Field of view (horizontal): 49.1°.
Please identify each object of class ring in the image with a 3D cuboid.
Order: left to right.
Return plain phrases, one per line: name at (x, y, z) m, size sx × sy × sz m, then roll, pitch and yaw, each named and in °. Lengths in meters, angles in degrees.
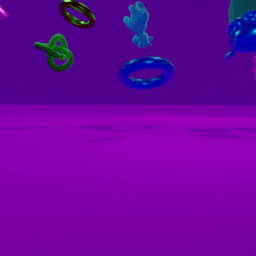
ring at (-1.796, -4.002, 9.922) m, size 1.392 × 0.278 × 1.392 m, roll 19°, pitch -11°, yaw 4°
ring at (0.607, -1.782, 9.316) m, size 1.893 × 0.379 × 1.893 m, roll -4°, pitch -17°, yaw -1°

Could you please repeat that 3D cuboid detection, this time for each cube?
cube at (3.772, -3.591, 8.959) m, size 0.918 × 0.918 × 0.918 m, roll -3°, pitch -1°, yaw 12°

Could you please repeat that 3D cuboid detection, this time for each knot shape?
knot shape at (-2.391, -2.618, 9.458) m, size 1.341 × 1.255 × 0.620 m, roll 37°, pitch -46°, yaw -16°

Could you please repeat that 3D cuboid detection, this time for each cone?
cone at (-3.379, -2.956, 6.499) m, size 0.996 × 0.999 × 0.996 m, roll -14°, pitch 23°, yaw 6°

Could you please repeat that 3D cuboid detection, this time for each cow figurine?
cow figurine at (0.460, -3.658, 10.180) m, size 0.760 × 1.363 × 1.385 m, roll -38°, pitch -1°, yaw -23°

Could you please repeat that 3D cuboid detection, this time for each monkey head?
monkey head at (3.329, -2.496, 7.504) m, size 1.674 × 1.009 × 1.204 m, roll -24°, pitch -10°, yaw 41°

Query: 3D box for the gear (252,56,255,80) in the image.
gear at (4.391, -2.162, 8.739) m, size 0.280 × 1.516 × 1.516 m, roll 6°, pitch 5°, yaw -3°
